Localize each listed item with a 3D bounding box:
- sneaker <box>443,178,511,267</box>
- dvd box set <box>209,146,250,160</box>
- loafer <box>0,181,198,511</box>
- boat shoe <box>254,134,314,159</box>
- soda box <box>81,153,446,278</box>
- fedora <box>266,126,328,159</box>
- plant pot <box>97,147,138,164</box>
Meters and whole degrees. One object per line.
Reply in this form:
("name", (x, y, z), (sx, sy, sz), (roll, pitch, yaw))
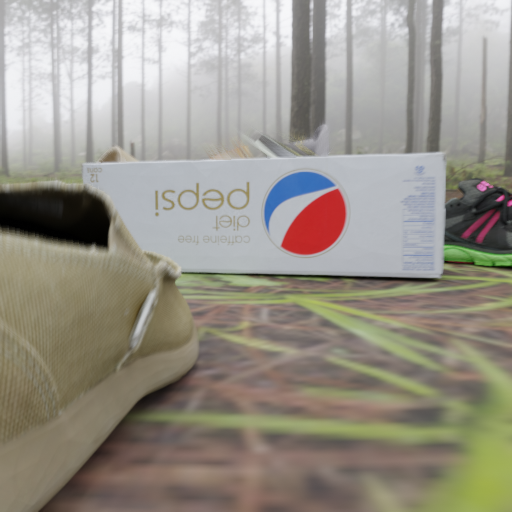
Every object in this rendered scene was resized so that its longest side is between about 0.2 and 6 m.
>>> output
("sneaker", (3.510, -0.517, 8.349), (3.095, 1.296, 1.188), (4, 7, 36))
("dvd box set", (-0.351, -1.246, 10.380), (0.204, 1.388, 1.016), (-20, 8, -37))
("loafer", (-0.918, 0.180, 2.621), (1.174, 1.041, 3.087), (0, 6, -1))
("boat shoe", (0.885, -1.683, 10.168), (2.014, 0.606, 0.718), (37, 13, 14))
("soda box", (0.083, -0.554, 7.732), (4.721, 1.503, 1.608), (1, 6, 14))
("fedora", (0.764, -1.666, 12.456), (1.185, 2.321, 2.624), (6, -29, -3))
("plant pot", (-2.250, -0.885, 10.819), (1.871, 1.752, 1.752), (26, -9, -32))
